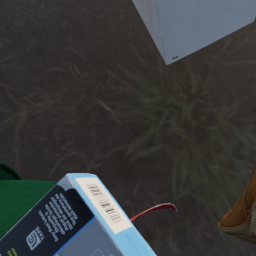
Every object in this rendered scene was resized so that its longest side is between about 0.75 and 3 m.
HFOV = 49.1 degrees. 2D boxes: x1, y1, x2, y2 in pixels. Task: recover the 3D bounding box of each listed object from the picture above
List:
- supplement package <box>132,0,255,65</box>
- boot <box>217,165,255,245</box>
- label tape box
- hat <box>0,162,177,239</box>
[{"bbox_3d":[0.930,-3.338,5.160,2.121,2.758,2.884,-26,74,5],"label":"supplement package"},{"bbox_3d":[1.816,0.875,3.827,0.629,1.707,1.321,20,70,4],"label":"boot"},{"bbox_3d":[-0.545,1.228,2.084,1.491,0.493,1.068,-44,70,6],"label":"label tape box"},{"bbox_3d":[-0.498,1.180,3.512,2.290,2.602,2.155,-14,108,5],"label":"hat"}]
